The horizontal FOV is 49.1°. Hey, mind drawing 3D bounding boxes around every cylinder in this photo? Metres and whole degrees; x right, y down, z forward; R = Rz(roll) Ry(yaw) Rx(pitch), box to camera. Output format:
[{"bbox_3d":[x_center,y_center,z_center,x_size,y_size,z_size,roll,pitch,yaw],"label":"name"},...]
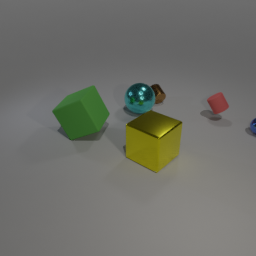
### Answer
[{"bbox_3d":[3.855,-1.064,12.000,0.700,0.700,0.700,-30,9,5],"label":"cylinder"},{"bbox_3d":[1.396,-1.673,13.701,0.700,0.700,0.700,-14,56,-22],"label":"cylinder"}]

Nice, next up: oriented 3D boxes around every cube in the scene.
[{"bbox_3d":[0.882,0.411,9.706,1.400,1.400,1.400,24,38,34],"label":"cube"},{"bbox_3d":[-1.786,-0.599,10.942,1.400,1.400,1.400,-17,25,25],"label":"cube"}]

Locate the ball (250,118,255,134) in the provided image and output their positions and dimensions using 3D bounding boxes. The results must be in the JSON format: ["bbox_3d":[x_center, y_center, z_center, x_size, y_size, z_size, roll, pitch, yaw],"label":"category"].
[{"bbox_3d":[5.213,-0.086,11.101,0.700,0.700,0.700,0,31,0],"label":"ball"}]

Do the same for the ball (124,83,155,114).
[{"bbox_3d":[0.532,-1.328,12.604,1.400,1.400,1.400,0,31,0],"label":"ball"}]
